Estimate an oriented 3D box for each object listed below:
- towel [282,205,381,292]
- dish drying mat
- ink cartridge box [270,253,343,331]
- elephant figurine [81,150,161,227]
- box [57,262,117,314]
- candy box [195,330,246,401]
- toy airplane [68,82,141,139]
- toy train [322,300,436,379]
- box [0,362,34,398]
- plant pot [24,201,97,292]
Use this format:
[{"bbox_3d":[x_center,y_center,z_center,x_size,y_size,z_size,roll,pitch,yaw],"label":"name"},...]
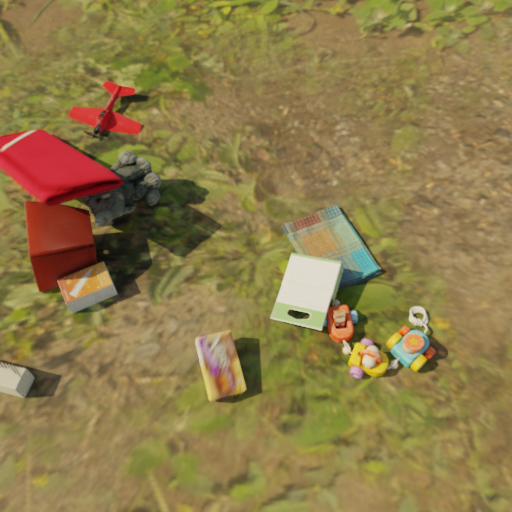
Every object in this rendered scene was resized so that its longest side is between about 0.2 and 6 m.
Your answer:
[{"bbox_3d":[1.494,-0.148,11.277,1.342,0.198,1.830,-21,61,-13],"label":"towel"},{"bbox_3d":[-4.217,-1.882,11.182,1.500,0.355,3.905,-21,34,-33],"label":"dish drying mat"},{"bbox_3d":[0.968,0.689,10.545,1.029,0.339,1.414,11,68,21],"label":"ink cartridge box"},{"bbox_3d":[-2.907,-1.183,11.214,1.304,1.430,1.843,36,59,9],"label":"elephant figurine"},{"bbox_3d":[-3.208,0.600,10.674,0.916,0.446,0.570,-24,62,-14],"label":"box"},{"bbox_3d":[-0.629,1.905,9.804,0.639,0.309,1.095,-10,73,-16],"label":"candy box"},{"bbox_3d":[-3.440,-3.456,13.192,1.832,0.337,1.832,1,60,-2],"label":"toy airplane"},{"bbox_3d":[2.218,1.383,10.128,2.074,0.577,1.558,-3,59,-1],"label":"toy train"},{"bbox_3d":[-4.557,2.085,9.761,1.199,0.493,0.410,13,59,6],"label":"box"},{"bbox_3d":[-3.714,-0.231,10.773,1.148,1.301,1.302,-8,59,-17],"label":"plant pot"}]
